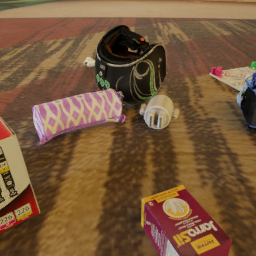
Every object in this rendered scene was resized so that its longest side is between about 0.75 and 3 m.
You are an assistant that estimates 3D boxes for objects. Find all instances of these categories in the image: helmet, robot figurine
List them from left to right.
[{"bbox_3d":[0.106,-1.887,9.176,2.424,2.311,2.424,-5,57,7],"label":"helmet"},{"bbox_3d":[0.922,-0.496,8.300,1.161,0.773,1.369,13,33,10],"label":"robot figurine"}]

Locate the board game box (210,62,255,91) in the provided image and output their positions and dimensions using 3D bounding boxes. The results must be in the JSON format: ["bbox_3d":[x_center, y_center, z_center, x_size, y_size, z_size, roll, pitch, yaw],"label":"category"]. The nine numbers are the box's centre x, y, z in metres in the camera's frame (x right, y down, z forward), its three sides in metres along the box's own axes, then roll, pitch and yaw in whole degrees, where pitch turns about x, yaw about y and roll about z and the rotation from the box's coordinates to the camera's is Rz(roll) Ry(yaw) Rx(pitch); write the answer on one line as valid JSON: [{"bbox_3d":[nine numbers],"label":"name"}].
[{"bbox_3d":[5.255,-2.096,11.441,2.726,0.353,2.726,-12,33,-18],"label":"board game box"}]

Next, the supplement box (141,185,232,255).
[{"bbox_3d":[0.878,1.706,4.636,0.875,0.690,1.337,-13,33,-21],"label":"supplement box"}]

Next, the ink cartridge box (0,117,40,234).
[{"bbox_3d":[-3.039,0.849,4.250,2.677,2.350,1.123,-25,37,-30],"label":"ink cartridge box"}]

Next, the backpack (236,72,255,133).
[{"bbox_3d":[4.422,-0.967,8.336,2.147,1.582,2.351,2,29,5],"label":"backpack"}]

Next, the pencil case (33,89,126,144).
[{"bbox_3d":[-1.357,-0.358,7.896,2.550,1.070,1.090,-16,71,-24],"label":"pencil case"}]

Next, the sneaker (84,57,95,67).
[{"bbox_3d":[-1.600,-2.977,13.040,1.011,0.379,0.504,17,54,24],"label":"sneaker"}]
